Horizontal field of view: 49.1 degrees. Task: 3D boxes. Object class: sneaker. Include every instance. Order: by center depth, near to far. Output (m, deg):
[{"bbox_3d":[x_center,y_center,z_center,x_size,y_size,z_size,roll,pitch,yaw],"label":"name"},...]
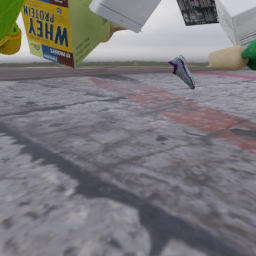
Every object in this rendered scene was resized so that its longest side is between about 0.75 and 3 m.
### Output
[{"bbox_3d":[1.414,-1.403,7.395,0.435,0.995,0.370,-28,16,4],"label":"sneaker"}]

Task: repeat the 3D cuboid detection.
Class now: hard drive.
[{"bbox_3d":[0.365,-2.902,5.221,1.421,2.155,0.288,0,45,-53],"label":"hard drive"}]

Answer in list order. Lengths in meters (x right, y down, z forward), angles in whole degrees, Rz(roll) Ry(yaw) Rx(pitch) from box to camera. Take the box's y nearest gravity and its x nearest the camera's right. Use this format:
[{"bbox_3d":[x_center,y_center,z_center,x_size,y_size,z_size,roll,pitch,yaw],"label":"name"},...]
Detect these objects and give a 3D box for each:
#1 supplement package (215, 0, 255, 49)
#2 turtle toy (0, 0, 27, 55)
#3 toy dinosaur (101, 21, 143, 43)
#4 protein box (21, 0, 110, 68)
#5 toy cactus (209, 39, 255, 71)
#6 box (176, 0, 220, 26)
[{"bbox_3d":[3.055,-2.806,6.373,1.741,0.965,1.356,-21,45,14],"label":"supplement package"},{"bbox_3d":[-1.876,-1.626,3.339,1.117,1.611,2.210,19,45,-7],"label":"turtle toy"},{"bbox_3d":[-0.596,-2.812,7.556,1.918,0.970,0.558,-6,10,5],"label":"toy dinosaur"},{"bbox_3d":[-1.254,-2.568,5.933,1.170,1.734,1.721,20,49,14],"label":"protein box"},{"bbox_3d":[2.390,-1.422,5.167,1.714,1.062,2.077,-1,10,21],"label":"toy cactus"},{"bbox_3d":[2.235,-4.044,8.879,1.322,1.650,0.359,10,62,38],"label":"box"}]
